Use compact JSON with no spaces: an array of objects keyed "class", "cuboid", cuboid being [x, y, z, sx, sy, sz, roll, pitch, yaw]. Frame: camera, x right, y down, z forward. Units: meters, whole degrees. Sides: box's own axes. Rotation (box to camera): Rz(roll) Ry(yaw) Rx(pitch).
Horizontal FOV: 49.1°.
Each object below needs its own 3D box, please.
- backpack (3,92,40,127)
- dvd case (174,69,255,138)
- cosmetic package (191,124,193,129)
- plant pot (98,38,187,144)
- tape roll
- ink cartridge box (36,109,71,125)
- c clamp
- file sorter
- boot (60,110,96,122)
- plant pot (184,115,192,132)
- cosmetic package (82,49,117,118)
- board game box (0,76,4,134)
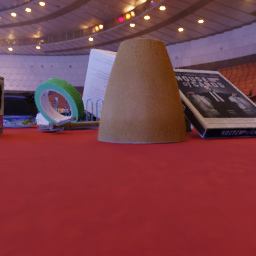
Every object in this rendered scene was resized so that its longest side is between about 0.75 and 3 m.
[{"class":"backpack","cuboid":[-4.295,-0.718,10.997,1.703,1.367,1.861,-1,8,-10]},{"class":"dvd case","cuboid":[2.078,-0.723,6.981,2.045,0.336,2.721,-1,39,-21]},{"class":"cosmetic package","cuboid":[2.125,-0.541,10.743,0.796,1.093,2.150,1,2,14]},{"class":"plant pot","cuboid":[0.294,-0.725,5.689,1.807,1.938,1.807,0,2,0]},{"class":"tape roll","cuboid":[-2.304,-0.807,9.394,1.723,1.723,0.414,1,33,29]},{"class":"ink cartridge box","cuboid":[-4.020,-0.605,14.688,1.412,0.811,1.945,1,3,23]},{"class":"c clamp","cuboid":[-1.401,-0.046,8.268,2.215,0.351,2.593,-8,-3,36]},{"class":"file sorter","cuboid":[-1.936,-0.584,11.008,1.859,1.140,1.290,0,3,-18]},{"class":"boot","cuboid":[-2.087,-0.463,13.113,2.062,0.754,1.552,-5,-1,39]},{"class":"plant pot","cuboid":[1.111,-0.685,8.450,1.639,1.578,1.639,0,3,0]},{"class":"cosmetic package","cuboid":[-0.373,-1.929,13.123,2.419,2.891,2.405,27,23,34]},{"class":"board game box","cuboid":[-3.458,-0.511,6.068,0.637,1.461,1.981,2,3,4]}]
